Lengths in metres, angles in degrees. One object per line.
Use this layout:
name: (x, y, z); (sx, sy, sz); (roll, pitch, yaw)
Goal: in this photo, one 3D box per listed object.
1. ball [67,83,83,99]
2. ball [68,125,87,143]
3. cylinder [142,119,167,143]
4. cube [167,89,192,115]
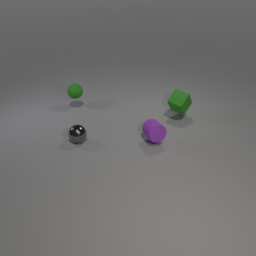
ball: (-2.405, -1.678, 12.736); (0.700, 0.700, 0.700); (0, 31, 0)
ball: (-1.901, 0.220, 10.550); (0.700, 0.700, 0.700); (0, 31, 0)
cylinder: (0.972, 0.091, 10.415); (0.700, 0.700, 0.700); (-11, 26, -18)
cube: (2.195, -1.113, 11.869); (0.700, 0.700, 0.700); (28, 76, 32)
